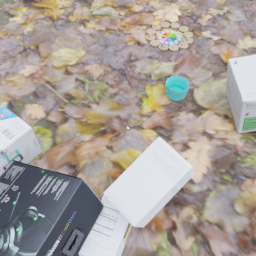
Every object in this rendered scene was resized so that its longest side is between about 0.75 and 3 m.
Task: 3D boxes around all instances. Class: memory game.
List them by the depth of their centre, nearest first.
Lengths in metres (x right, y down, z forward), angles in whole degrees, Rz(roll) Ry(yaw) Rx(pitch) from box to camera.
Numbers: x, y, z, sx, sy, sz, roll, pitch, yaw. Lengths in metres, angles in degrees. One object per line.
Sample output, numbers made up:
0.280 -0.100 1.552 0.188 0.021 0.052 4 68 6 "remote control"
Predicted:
1.683 -3.750 11.402 1.976 0.126 1.976 0 53 0 "memory game"

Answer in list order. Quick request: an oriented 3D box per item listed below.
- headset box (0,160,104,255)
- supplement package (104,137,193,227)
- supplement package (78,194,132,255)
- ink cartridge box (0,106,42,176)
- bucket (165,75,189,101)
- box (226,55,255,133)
-2.009 2.002 5.869 2.452 1.138 2.135 6 50 32 "headset box"
0.467 1.150 5.795 1.599 0.934 0.938 -45 67 -5 "supplement package"
-0.417 2.339 6.330 0.795 0.826 1.451 17 55 14 "supplement package"
-3.428 0.545 7.456 1.206 1.200 1.644 33 60 23 "ink cartridge box"
1.617 -1.307 9.306 0.785 0.511 0.785 0 53 1 "bucket"
4.001 -1.066 8.253 1.811 1.559 1.820 -8 51 10 "box"
